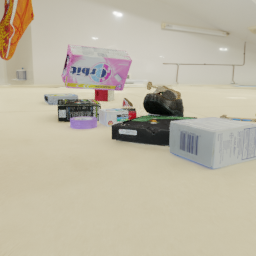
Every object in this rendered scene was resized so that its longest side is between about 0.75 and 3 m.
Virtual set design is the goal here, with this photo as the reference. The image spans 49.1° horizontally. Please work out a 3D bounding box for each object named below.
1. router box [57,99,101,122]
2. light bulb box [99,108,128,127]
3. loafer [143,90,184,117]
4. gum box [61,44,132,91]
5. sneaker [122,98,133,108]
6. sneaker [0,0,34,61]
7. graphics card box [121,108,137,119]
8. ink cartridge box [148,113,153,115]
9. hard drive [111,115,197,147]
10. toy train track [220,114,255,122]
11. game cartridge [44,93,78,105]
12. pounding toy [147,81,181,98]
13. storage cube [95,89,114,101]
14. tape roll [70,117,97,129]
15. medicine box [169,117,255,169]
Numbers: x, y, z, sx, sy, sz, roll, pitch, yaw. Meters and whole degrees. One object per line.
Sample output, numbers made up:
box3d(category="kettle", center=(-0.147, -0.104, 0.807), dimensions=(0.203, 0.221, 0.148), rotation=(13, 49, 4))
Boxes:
box3d(category="router box", center=(-1.961, -0.733, 11.007), dimensions=(1.561, 0.647, 2.083), rotation=(-3, 12, -13))
box3d(category="light bulb box", center=(-0.496, -0.377, 9.558), dimensions=(0.802, 0.505, 0.809), rotation=(-5, 12, -24))
box3d(category="loafer", center=(1.177, -0.817, 9.044), dimensions=(0.883, 0.876, 2.425), rotation=(5, -7, 27))
box3d(category="gum box", center=(-0.759, -1.379, 6.522), dimensions=(1.503, 0.853, 0.497), rotation=(0, 42, -25))
box3d(category="sneaker", center=(-0.037, -1.196, 14.638), dimensions=(0.273, 0.432, 0.768), rotation=(-5, 42, -38))
box3d(category="sneaker", center=(-3.371, -3.291, 8.649), dimensions=(0.927, 2.539, 0.979), rotation=(26, 11, 36))
box3d(category="graphics card box", center=(-0.052, -0.582, 11.145), dimensions=(0.761, 0.308, 1.213), rotation=(-1, 12, -1))
box3d(category="ink cartridge box", center=(1.330, -0.532, 11.006), dimensions=(0.781, 0.275, 1.309), rotation=(4, 15, 21))
box3d(category="hard drive", center=(0.827, 0.008, 7.673), dimensions=(1.678, 0.454, 2.402), rotation=(5, 12, 24))
box3d(category="toy train track", center=(4.494, -0.421, 10.231), dimensions=(2.154, 0.350, 1.236), rotation=(5, 12, 25))
box3d(category="game cartridge", center=(-3.976, -1.764, 16.833), dimensions=(1.851, 0.562, 2.777), rotation=(-1, 10, -23))
box3d(category="pounding toy", center=(1.711, -1.585, 14.659), dimensions=(2.004, 1.146, 1.149), rotation=(28, 23, 26))
box3d(category="storage cube", center=(-1.504, -2.218, 18.012), dimensions=(0.978, 0.930, 1.088), rotation=(6, 12, 22))
box3d(category="tape roll", center=(-1.444, -0.178, 9.120), dimensions=(0.866, 0.284, 0.866), rotation=(-1, 12, 0))
box3d(category="medicine box", center=(1.794, 0.234, 5.803), dimensions=(1.401, 0.721, 1.276), rotation=(-5, 12, -30))
